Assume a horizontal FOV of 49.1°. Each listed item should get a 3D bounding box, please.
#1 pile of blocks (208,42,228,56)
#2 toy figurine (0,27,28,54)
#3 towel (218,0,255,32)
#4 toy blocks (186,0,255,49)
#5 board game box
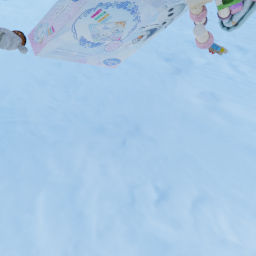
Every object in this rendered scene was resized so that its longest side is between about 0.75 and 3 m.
[{"bbox_3d":[1.913,-1.882,6.535,0.811,0.252,0.333,31,33,8],"label":"pile of blocks"},{"bbox_3d":[-1.963,-2.357,5.509,1.699,1.673,1.182,-11,17,4],"label":"toy figurine"},{"bbox_3d":[2.038,-2.241,3.694,0.422,1.753,1.500,43,60,4],"label":"towel"},{"bbox_3d":[1.203,-1.588,3.417,0.984,1.053,0.887,-17,-7,23],"label":"toy blocks"},{"bbox_3d":[-0.211,-1.831,4.728,2.096,2.085,0.455,-8,70,-55],"label":"board game box"}]
